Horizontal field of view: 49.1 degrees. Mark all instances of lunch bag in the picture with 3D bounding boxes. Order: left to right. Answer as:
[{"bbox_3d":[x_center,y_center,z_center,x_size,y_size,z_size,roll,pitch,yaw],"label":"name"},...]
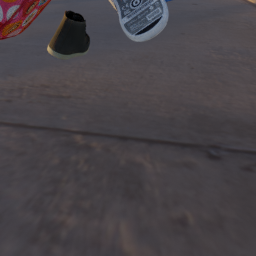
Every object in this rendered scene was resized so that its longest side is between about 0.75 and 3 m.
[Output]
[{"bbox_3d":[-2.054,-2.873,5.708,2.219,0.909,1.954,-42,17,14],"label":"lunch bag"}]

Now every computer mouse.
[{"bbox_3d":[0.128,-2.684,5.845,1.468,0.587,2.676,-28,61,18],"label":"computer mouse"}]

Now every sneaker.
[{"bbox_3d":[-1.392,-2.692,7.899,0.799,1.134,2.136,32,29,-6],"label":"sneaker"}]

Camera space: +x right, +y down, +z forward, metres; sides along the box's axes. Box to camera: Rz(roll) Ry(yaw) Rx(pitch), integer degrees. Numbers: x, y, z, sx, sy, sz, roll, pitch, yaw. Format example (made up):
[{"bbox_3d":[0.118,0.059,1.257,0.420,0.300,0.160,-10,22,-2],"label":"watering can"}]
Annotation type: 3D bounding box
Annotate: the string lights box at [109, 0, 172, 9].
[{"bbox_3d":[0.815,-4.125,7.585,2.739,0.807,1.407,4,64,41],"label":"string lights box"}]
